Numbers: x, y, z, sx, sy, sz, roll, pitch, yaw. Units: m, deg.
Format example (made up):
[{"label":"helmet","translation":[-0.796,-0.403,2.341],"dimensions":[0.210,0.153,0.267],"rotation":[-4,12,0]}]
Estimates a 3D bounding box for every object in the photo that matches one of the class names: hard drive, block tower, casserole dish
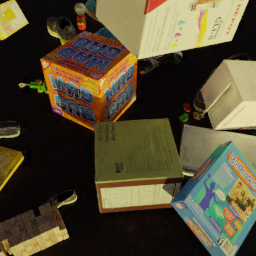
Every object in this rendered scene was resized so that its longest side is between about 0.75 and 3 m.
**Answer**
[{"label":"hard drive","translation":[2.544,0.705,7.256],"dimensions":[2.375,0.317,1.567],"rotation":[9,46,10]},{"label":"block tower","translation":[-2.412,2.269,5.468],"dimensions":[2.323,0.627,0.672],"rotation":[-21,48,-20]},{"label":"casserole dish","translation":[-0.036,-3.482,11.316],"dimensions":[2.714,0.527,1.644],"rotation":[4,45,3]}]

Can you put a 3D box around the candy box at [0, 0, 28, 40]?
[{"label":"candy box","translation":[-3.268,-2.990,7.628],"dimensions":[0.192,0.742,1.452],"rotation":[-14,32,18]}]

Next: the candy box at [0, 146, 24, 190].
[{"label":"candy box","translation":[-3.769,1.452,6.480],"dimensions":[1.381,0.357,2.701],"rotation":[14,47,10]}]

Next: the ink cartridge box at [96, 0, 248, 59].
[{"label":"ink cartridge box","translation":[1.016,-3.030,6.014],"dimensions":[2.767,2.010,2.001],"rotation":[-19,52,-26]}]

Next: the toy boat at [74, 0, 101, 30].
[{"label":"toy boat","translation":[-1.432,-5.398,12.811],"dimensions":[2.016,1.114,2.398],"rotation":[32,53,27]}]

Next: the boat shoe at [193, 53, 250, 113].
[{"label":"boat shoe","translation":[3.063,-1.524,9.092],"dimensions":[1.032,0.872,2.896],"rotation":[30,52,27]}]

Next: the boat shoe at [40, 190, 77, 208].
[{"label":"boat shoe","translation":[-1.595,1.634,6.363],"dimensions":[0.852,0.257,0.304],"rotation":[-19,48,-18]}]

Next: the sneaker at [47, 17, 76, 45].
[{"label":"sneaker","translation":[-2.772,-4.293,11.814],"dimensions":[0.869,0.952,2.352],"rotation":[-28,51,-25]}]

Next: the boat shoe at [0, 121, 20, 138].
[{"label":"boat shoe","translation":[-3.699,0.044,7.843],"dimensions":[1.281,0.484,0.386],"rotation":[0,45,-16]}]

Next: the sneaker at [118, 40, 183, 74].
[{"label":"sneaker","translation":[0.735,-2.486,10.105],"dimensions":[2.517,1.086,1.011],"rotation":[4,10,-21]}]

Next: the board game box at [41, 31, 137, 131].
[{"label":"board game box","translation":[-1.017,-1.366,8.204],"dimensions":[1.896,1.896,1.898],"rotation":[24,50,21]}]

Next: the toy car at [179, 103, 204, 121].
[{"label":"toy car","translation":[1.812,-0.387,8.457],"dimensions":[0.726,0.172,0.771],"rotation":[-30,51,-26]}]

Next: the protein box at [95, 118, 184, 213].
[{"label":"protein box","translation":[0.163,0.830,6.484],"dimensions":[1.776,1.198,1.763],"rotation":[-3,44,-4]}]

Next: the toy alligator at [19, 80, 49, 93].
[{"label":"toy alligator","translation":[-2.970,-1.458,9.371],"dimensions":[1.314,0.390,0.357],"rotation":[9,46,9]}]

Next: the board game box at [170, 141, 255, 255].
[{"label":"board game box","translation":[2.013,1.452,5.858],"dimensions":[2.001,0.450,1.522],"rotation":[-39,92,-31]}]

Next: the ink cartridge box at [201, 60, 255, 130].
[{"label":"ink cartridge box","translation":[3.150,-0.871,7.583],"dimensions":[2.196,1.411,1.375],"rotation":[0,60,-17]}]
